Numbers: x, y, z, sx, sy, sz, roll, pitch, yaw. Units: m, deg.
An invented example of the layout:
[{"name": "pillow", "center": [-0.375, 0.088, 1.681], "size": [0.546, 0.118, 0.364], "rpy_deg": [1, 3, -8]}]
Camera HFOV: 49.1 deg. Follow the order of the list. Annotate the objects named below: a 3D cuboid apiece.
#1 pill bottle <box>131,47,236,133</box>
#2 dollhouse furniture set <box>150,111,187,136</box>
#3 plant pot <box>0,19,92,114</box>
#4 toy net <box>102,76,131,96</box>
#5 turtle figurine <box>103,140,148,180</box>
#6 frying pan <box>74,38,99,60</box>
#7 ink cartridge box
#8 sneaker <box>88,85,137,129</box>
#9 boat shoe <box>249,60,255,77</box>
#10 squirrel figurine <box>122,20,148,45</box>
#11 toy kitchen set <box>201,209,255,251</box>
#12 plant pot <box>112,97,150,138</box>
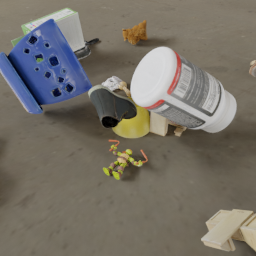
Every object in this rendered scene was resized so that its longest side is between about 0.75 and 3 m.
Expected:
[{"name": "pill bottle", "center": [1.454, -0.818, 7.023], "size": [2.540, 1.472, 1.472], "rpy_deg": [22, 26, -32]}, {"name": "dollhouse furniture set", "center": [1.434, -0.552, 8.419], "size": [0.924, 0.789, 1.783], "rpy_deg": [18, 41, 22]}, {"name": "plant pot", "center": [-2.454, -1.584, 8.080], "size": [1.890, 2.102, 2.102], "rpy_deg": [-34, 15, -10]}, {"name": "toy net", "center": [0.193, -1.596, 10.033], "size": [2.359, 0.456, 1.238], "rpy_deg": [14, 40, 18]}, {"name": "turtle figurine", "center": [-0.194, 0.805, 7.006], "size": [1.179, 0.380, 0.951], "rpy_deg": [28, 53, 21]}, {"name": "frying pan", "center": [-2.063, -3.696, 12.847], "size": [2.604, 0.424, 1.575], "rpy_deg": [-27, 46, -26]}, {"name": "ink cartridge box", "center": [-3.269, -3.545, 11.330], "size": [2.947, 1.530, 0.874], "rpy_deg": [-36, 52, -25]}, {"name": "sneaker", "center": [-0.263, -0.307, 6.705], "size": [0.627, 1.677, 0.891], "rpy_deg": [-32, 59, 25]}, {"name": "boat shoe", "center": [5.073, -2.389, 11.037], "size": [0.532, 0.561, 1.481], "rpy_deg": [27, 36, 35]}, {"name": "squirrel figurine", "center": [0.306, -4.597, 13.597], "size": [1.200, 0.910, 1.286], "rpy_deg": [-2, 34, 8]}, {"name": "toy kitchen set", "center": [2.056, 2.267, 5.061], "size": [1.039, 1.149, 1.274], "rpy_deg": [-24, 4, -32]}, {"name": "plant pot", "center": [0.103, -0.402, 8.178], "size": [1.188, 0.843, 1.188], "rpy_deg": [0, 38, 0]}]
